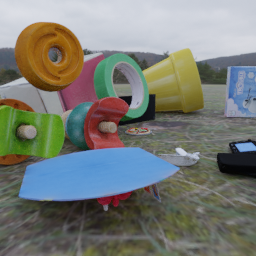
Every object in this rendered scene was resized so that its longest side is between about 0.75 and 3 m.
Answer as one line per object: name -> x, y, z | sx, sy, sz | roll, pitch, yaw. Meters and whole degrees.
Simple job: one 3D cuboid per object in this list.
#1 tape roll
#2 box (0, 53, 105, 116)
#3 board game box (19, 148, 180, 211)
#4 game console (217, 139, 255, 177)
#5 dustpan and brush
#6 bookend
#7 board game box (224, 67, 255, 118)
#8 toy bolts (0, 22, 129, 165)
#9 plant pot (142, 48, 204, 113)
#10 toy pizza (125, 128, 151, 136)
tape roll -> -0.139, -1.174, 8.143 | 0.460, 1.913, 1.913 | -15, -1, 39
box -> -1.961, -1.041, 8.295 | 1.770, 1.508, 2.768 | 0, 28, 37
board game box -> -0.472, 0.782, 4.075 | 1.943, 0.479, 2.459 | -8, 7, -16
game console -> 2.425, 0.547, 5.710 | 1.262, 0.258, 2.140 | 2, 11, 11
dustpan and brush -> 1.106, 0.559, 5.423 | 0.821, 0.337, 1.176 | -2, 11, -10
bookend -> -0.453, -0.818, 10.758 | 2.190, 1.009, 2.176 | -10, 15, -42
board game box -> 5.000, -1.431, 11.235 | 2.007, 2.017, 0.437 | 1, 11, 5
toy bolts -> -1.568, -0.498, 6.008 | 2.870, 2.742, 1.991 | 14, -7, -40
plant pot -> 1.802, -1.900, 12.652 | 2.601, 2.764, 2.764 | -14, 9, 8
toy pizza -> 0.310, 0.084, 8.421 | 0.798, 0.126, 0.798 | 0, 11, 0
